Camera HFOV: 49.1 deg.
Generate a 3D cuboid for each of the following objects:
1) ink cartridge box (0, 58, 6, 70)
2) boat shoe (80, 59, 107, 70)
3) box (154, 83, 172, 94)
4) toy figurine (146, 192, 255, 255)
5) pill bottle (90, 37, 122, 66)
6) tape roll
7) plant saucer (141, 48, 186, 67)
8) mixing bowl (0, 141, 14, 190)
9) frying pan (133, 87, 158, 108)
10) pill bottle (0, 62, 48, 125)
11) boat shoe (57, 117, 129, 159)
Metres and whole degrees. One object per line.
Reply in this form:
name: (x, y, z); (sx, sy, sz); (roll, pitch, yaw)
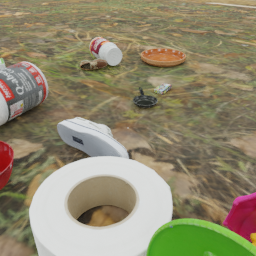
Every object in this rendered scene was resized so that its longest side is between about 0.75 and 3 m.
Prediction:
ink cartridge box: (-5.822, -1.540, 10.158); (2.828, 1.468, 0.839); (-16, 35, -24)
boat shoe: (-1.672, -3.013, 13.535); (1.371, 0.519, 0.492); (-5, 34, 10)
box: (1.445, -1.622, 11.543); (0.435, 0.137, 0.791); (15, 35, 29)
toy figurine: (2.189, 2.107, 4.185); (2.692, 2.196, 2.925); (-19, 57, -43)
pill bottle: (-1.141, -3.941, 14.424); (1.085, 1.085, 1.981); (-16, 35, -24)
tape roll: (-0.466, 1.683, 5.433); (2.656, 0.929, 2.656); (0, 31, 0)
plant saucer: (1.843, -3.695, 14.718); (2.340, 0.378, 2.340); (0, 32, 0)
mixing bowl: (-3.349, 1.039, 6.540); (1.490, 0.807, 1.490); (0, 37, 0)
frying pan: (0.490, -1.121, 10.653); (0.924, 0.249, 1.528); (-16, 33, -26)
pill bottle: (-4.130, -1.045, 9.217); (1.612, 1.612, 2.783); (15, 35, 23)
boat shoe: (-0.872, 0.241, 7.740); (2.652, 0.976, 0.867); (26, 44, 34)
